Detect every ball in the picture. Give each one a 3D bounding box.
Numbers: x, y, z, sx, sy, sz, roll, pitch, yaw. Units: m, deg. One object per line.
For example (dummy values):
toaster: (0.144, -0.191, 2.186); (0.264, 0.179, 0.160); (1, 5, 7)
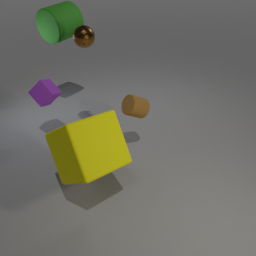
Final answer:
ball: (-1.415, -2.936, 9.014); (0.700, 0.700, 0.700); (0, 32, 0)

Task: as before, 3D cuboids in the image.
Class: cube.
cube: (-2.965, -1.268, 10.048); (0.700, 0.700, 0.700); (49, 18, -1)
cube: (-1.017, 0.505, 7.095); (1.400, 1.400, 1.400); (-21, 2, -37)

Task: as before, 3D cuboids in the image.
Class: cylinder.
cylinder: (0.256, -0.721, 9.437); (0.700, 0.700, 0.700); (11, 20, -40)
cylinder: (-2.802, -4.360, 11.566); (1.400, 1.400, 1.400); (21, 43, 30)
